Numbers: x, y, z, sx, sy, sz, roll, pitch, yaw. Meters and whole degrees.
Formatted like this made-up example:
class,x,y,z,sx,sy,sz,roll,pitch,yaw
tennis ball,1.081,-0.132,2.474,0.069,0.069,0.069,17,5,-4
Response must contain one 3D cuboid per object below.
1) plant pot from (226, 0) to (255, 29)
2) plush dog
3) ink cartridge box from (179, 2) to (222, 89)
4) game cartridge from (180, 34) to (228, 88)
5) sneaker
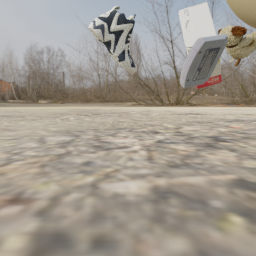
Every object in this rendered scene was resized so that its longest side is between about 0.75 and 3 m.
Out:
class,x,y,z,sx,sy,sz,roll,pitch,yaw
plant pot,1.861,-2.005,4.060,0.715,1.065,1.065,24,16,26
plush dog,2.506,-2.032,6.585,0.881,0.823,1.026,37,-6,-25
ink cartridge box,2.568,-2.787,9.804,1.005,1.748,2.409,-13,-27,16
game cartridge,1.649,-1.475,6.277,0.853,1.281,0.266,-11,53,-23
sneaker,-0.071,-2.839,8.838,2.143,1.394,0.855,45,2,-29
